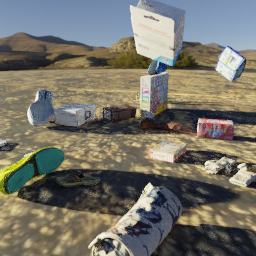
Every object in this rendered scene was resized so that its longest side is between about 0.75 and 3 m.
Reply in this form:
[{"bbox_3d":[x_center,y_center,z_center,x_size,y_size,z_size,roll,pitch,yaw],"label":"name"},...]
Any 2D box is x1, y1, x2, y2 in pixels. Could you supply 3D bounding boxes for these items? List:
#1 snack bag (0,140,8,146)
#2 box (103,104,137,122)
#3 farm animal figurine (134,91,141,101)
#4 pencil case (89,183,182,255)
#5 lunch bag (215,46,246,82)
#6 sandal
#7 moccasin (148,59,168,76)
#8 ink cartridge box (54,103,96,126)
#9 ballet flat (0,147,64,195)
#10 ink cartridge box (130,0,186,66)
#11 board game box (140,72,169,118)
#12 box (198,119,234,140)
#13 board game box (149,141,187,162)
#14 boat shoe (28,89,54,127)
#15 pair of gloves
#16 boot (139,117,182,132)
[{"bbox_3d":[-4.655,0.548,9.402,0.904,0.097,0.852,2,16,9],"label":"snack bag"},{"bbox_3d":[-0.389,-0.709,13.046,1.486,0.557,0.744,-14,27,-39],"label":"box"},{"bbox_3d":[1.101,-1.962,17.729,1.080,0.672,1.337,-22,22,-8],"label":"farm animal figurine"},{"bbox_3d":[0.189,1.570,4.425,0.807,0.702,1.805,36,29,19],"label":"pencil case"},{"bbox_3d":[3.920,-2.451,10.609,0.681,1.068,0.908,-29,60,-23],"label":"lunch bag"},{"bbox_3d":[-1.186,1.185,6.682,1.041,0.297,0.413,-2,15,-6],"label":"sandal"},{"bbox_3d":[1.398,-3.199,12.394,0.817,0.964,2.395,-18,29,40],"label":"moccasin"},{"bbox_3d":[-2.340,-0.619,12.525,1.201,0.690,1.654,6,17,22],"label":"ink cartridge box"},{"bbox_3d":[-2.454,0.944,6.873,0.711,0.708,2.120,3,17,23],"label":"ballet flat"},{"bbox_3d":[0.852,-2.724,7.722,1.267,0.741,2.185,24,-11,13],"label":"ink cartridge box"},{"bbox_3d":[1.385,-1.719,14.134,0.502,1.972,2.934,7,17,23],"label":"board game box"},{"bbox_3d":[3.207,0.038,10.302,1.252,0.598,0.624,4,16,13],"label":"box"},{"bbox_3d":[1.229,0.700,8.552,0.800,0.244,1.056,10,18,31],"label":"board game box"},{"bbox_3d":[-3.873,-0.768,12.630,1.046,0.902,2.906,15,29,-15],"label":"boat shoe"},{"bbox_3d":[2.743,1.052,7.285,1.187,0.245,1.396,-11,18,-35],"label":"pair of gloves"},{"bbox_3d":[1.329,-0.088,11.208,1.392,0.447,1.298,19,25,38],"label":"boot"}]
